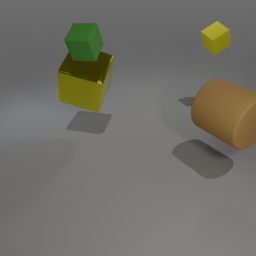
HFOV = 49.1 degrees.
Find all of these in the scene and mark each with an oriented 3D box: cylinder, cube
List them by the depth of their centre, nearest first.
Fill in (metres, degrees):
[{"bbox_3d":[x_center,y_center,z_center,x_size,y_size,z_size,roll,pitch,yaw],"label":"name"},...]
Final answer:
[{"bbox_3d":[2.564,-0.376,7.036,1.400,1.400,1.400,-19,36,-29],"label":"cylinder"},{"bbox_3d":[-1.145,-2.270,7.408,0.700,0.700,0.700,6,57,17],"label":"cube"},{"bbox_3d":[-1.354,-1.594,9.091,1.400,1.400,1.400,16,53,0],"label":"cube"},{"bbox_3d":[3.090,-3.152,9.851,0.700,0.700,0.700,-32,51,1],"label":"cube"}]
